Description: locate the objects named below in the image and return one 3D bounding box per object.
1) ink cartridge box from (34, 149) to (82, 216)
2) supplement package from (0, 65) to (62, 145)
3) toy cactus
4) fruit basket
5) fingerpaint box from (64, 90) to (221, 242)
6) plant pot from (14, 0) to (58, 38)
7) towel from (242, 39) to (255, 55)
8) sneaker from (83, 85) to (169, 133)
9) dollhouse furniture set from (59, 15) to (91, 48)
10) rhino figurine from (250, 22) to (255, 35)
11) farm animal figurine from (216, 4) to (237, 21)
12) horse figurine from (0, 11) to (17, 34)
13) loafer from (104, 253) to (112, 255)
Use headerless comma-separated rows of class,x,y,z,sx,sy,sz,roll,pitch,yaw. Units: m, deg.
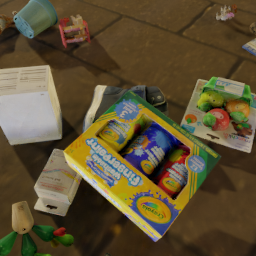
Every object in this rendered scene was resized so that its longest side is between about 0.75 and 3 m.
ink cartridge box,-1.639,1.271,6.723,0.852,0.490,1.456,10,50,9
supplement package,-2.623,-0.561,7.414,1.434,1.841,1.021,-7,49,-6
toy cactus,-2.011,2.187,5.430,1.786,0.913,1.473,-15,74,-13
fruit basket,2.664,-0.478,7.917,1.949,0.986,2.104,19,53,15
fingerpaint box,0.285,0.693,5.891,2.470,0.906,2.060,38,66,15
plant pot,-3.733,-4.369,11.193,1.327,1.327,1.300,26,62,21
towel,5.001,-3.146,10.809,1.008,0.120,0.741,-30,57,-21
sneaker,0.008,-0.117,7.491,2.144,1.128,2.967,2,48,6
dollhouse furniture set,-2.214,-3.900,11.186,1.024,0.774,1.903,-15,34,-12
rhino figurine,5.690,-4.087,11.397,1.568,0.469,0.686,-10,50,-11
farm animal figurine,4.280,-4.894,12.131,0.799,0.497,0.989,12,51,35
horse figurine,-5.507,-4.285,11.387,1.576,0.594,2.378,25,43,-1
loafer,-0.863,3.141,5.022,0.709,0.685,2.019,32,52,31
